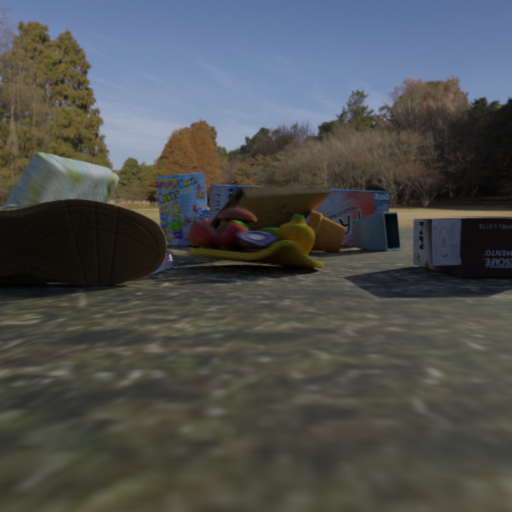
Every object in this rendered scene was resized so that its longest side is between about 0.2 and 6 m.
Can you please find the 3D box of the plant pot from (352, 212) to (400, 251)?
[{"bbox_3d":[2.744,-0.526,13.029,0.905,0.889,0.886,-6,0,34],"label":"plant pot"}]

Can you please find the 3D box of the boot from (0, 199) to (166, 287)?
[{"bbox_3d":[-2.484,-0.145,6.723,2.610,0.950,2.029,-4,4,-16],"label":"boot"}]

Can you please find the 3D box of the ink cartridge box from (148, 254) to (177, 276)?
[{"bbox_3d":[-1.616,0.110,7.796,0.679,0.266,1.434,0,1,8],"label":"ink cartridge box"}]

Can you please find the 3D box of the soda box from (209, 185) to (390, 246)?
[{"bbox_3d":[1.220,-1.063,14.944,4.827,1.535,1.651,-2,9,-28],"label":"soda box"}]

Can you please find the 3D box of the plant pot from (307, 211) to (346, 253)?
[{"bbox_3d":[1.481,-0.448,12.213,0.824,0.900,0.900,16,6,6],"label":"plant pot"}]

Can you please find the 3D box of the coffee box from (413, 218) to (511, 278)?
[{"bbox_3d":[2.940,-0.148,7.660,1.068,0.744,1.868,0,4,-1],"label":"coffee box"}]

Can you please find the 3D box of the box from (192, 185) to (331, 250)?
[{"bbox_3d":[0.134,-0.779,11.872,2.504,0.266,2.047,-8,-27,-42],"label":"box"}]

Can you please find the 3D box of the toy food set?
[{"bbox_3d":[-0.166,-0.315,8.254,2.511,0.820,1.477,5,-1,35],"label":"toy food set"}]

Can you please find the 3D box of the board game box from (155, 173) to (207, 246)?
[{"bbox_3d":[-2.024,-1.294,15.496,0.983,1.909,1.001,3,11,43],"label":"board game box"}]

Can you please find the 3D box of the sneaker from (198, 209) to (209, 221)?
[{"bbox_3d":[-0.619,-0.759,15.544,2.354,0.907,0.891,4,-2,-42],"label":"sneaker"}]

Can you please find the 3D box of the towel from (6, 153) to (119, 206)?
[{"bbox_3d":[-3.248,-0.737,9.069,0.505,1.796,2.098,34,11,13],"label":"towel"}]
